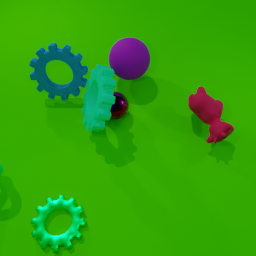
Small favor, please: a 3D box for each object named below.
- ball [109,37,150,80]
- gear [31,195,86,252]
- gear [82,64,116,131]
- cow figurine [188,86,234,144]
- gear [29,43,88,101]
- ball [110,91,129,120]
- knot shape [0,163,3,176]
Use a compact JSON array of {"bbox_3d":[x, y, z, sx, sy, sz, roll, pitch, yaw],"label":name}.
[{"bbox_3d":[0.049,-2.192,8.910,1.325,1.325,1.325,0,57,0],"label":"ball"},{"bbox_3d":[-1.716,2.346,6.954,1.307,0.242,1.307,0,57,0],"label":"gear"},{"bbox_3d":[-0.836,-0.817,7.707,0.328,1.772,1.772,8,54,-25],"label":"gear"},{"bbox_3d":[2.317,-0.350,7.990,1.520,0.835,1.496,38,36,-11],"label":"cow figurine"},{"bbox_3d":[-2.098,-1.683,8.545,1.711,1.711,0.316,0,31,0],"label":"gear"},{"bbox_3d":[-0.402,-0.677,8.504,0.857,0.857,0.857,0,57,0],"label":"ball"},{"bbox_3d":[-3.731,1.236,6.707,0.784,1.696,1.587,13,42,-1],"label":"knot shape"}]
